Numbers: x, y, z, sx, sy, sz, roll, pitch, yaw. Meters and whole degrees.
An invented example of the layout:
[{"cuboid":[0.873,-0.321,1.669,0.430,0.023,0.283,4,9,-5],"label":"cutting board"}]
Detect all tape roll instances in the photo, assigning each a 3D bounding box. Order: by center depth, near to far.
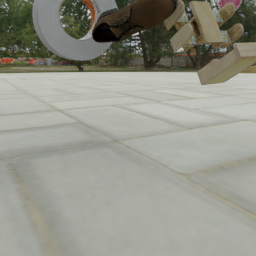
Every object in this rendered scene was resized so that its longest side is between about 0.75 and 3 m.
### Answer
[{"cuboid":[-1.486,-3.186,8.136,2.379,2.379,0.786,-7,19,-26],"label":"tape roll"}]

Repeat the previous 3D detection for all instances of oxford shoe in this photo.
[{"cuboid":[0.092,-2.592,6.898,2.426,0.881,1.024,-11,41,38],"label":"oxford shoe"}]

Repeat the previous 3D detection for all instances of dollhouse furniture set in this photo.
[{"cuboid":[2.198,-2.307,6.849,1.810,2.065,1.372,-11,-12,-28],"label":"dollhouse furniture set"}]

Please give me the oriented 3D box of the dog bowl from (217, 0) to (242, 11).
[{"cuboid":[3.236,-4.054,8.889,0.754,0.754,0.278,3,19,11],"label":"dog bowl"}]
